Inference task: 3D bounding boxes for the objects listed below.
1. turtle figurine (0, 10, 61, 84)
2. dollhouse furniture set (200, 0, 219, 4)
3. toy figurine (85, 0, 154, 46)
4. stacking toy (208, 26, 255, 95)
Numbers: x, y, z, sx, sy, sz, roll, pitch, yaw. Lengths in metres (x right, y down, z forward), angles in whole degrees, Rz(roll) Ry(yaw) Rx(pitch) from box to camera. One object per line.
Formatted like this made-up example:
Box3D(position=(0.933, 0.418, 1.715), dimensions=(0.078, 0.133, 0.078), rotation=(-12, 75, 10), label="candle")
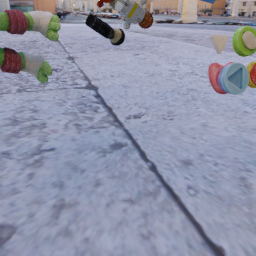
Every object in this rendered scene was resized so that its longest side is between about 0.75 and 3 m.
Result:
Box3D(position=(-2.228, -1.296, 4.318), dimensions=(2.657, 1.912, 2.576), rotation=(-4, 2, 45), label="turtle figurine")
Box3D(position=(1.675, -3.674, 6.201), dimensions=(1.328, 1.253, 0.866), rotation=(16, -4, -3), label="dollhouse furniture set")
Box3D(position=(-0.139, -3.288, 7.474), dimensions=(1.775, 1.803, 1.254), rotation=(-11, -19, 40), label="toy figurine")
Box3D(position=(1.792, -1.032, 4.239), dimensions=(1.114, 1.009, 0.471), rotation=(-17, 12, -19), label="stacking toy")
